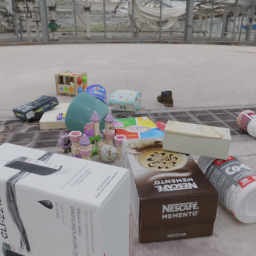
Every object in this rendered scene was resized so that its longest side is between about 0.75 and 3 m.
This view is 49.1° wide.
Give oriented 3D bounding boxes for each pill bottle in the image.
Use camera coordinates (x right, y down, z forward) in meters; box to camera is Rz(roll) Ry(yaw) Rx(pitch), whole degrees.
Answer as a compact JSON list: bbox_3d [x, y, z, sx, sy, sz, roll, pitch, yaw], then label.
[{"bbox_3d":[2.595,1.340,7.044,1.106,1.106,1.943,-6,23,-16],"label":"pill bottle"},{"bbox_3d":[5.024,-0.140,11.187,0.792,0.792,1.402,-1,22,-3],"label":"pill bottle"}]

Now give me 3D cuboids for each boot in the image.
[{"bbox_3d":[2.034,-1.740,15.153,0.620,0.804,1.659,-7,23,-18],"label":"boot"}]

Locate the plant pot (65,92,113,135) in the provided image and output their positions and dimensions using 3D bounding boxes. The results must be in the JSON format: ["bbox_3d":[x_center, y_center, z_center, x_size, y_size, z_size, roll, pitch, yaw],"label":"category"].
[{"bbox_3d":[-1.402,-0.406,10.898,1.322,1.647,1.647,23,29,18],"label":"plant pot"}]

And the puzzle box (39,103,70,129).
[{"bbox_3d":[-2.940,-0.624,12.978,1.810,0.346,2.721,-2,22,-5],"label":"puzzle box"}]

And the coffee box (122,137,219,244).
[{"bbox_3d":[0.842,1.319,7.027,1.661,1.173,2.938,-3,22,-8],"label":"coffee box"}]

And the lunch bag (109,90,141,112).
[{"bbox_3d":[-0.131,-1.354,13.985,1.376,0.985,1.615,6,17,13],"label":"lunch bag"}]

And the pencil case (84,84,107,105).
[{"bbox_3d":[-1.630,-1.364,13.733,1.243,1.117,2.863,24,17,-15],"label":"pencil case"}]

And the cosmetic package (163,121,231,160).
[{"bbox_3d":[1.771,0.291,7.295,1.625,0.594,0.841,7,21,12],"label":"cosmetic package"}]

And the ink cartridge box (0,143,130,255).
[{"bbox_3d":[-1.456,1.599,5.171,2.807,2.025,1.175,9,24,22],"label":"ink cartridge box"}]

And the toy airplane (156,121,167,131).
[{"bbox_3d":[1.901,0.469,10.132,2.210,0.407,2.210,12,26,-6],"label":"toy airplane"}]

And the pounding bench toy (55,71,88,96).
[{"bbox_3d":[-3.144,-2.779,17.103,1.614,1.286,2.070,8,23,20],"label":"pounding bench toy"}]

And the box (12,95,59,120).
[{"bbox_3d":[-4.315,-0.978,13.107,1.370,0.443,1.737,13,37,45],"label":"box"}]

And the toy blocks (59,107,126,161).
[{"bbox_3d":[-1.230,0.165,9.375,1.739,1.566,1.860,-16,27,-34],"label":"toy blocks"}]

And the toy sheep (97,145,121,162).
[{"bbox_3d":[-0.624,0.822,9.090,0.877,0.604,0.604,4,21,29],"label":"toy sheep"}]

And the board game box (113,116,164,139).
[{"bbox_3d":[0.319,0.173,10.870,1.680,0.443,2.196,-6,23,-15],"label":"board game box"}]
